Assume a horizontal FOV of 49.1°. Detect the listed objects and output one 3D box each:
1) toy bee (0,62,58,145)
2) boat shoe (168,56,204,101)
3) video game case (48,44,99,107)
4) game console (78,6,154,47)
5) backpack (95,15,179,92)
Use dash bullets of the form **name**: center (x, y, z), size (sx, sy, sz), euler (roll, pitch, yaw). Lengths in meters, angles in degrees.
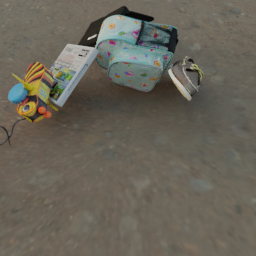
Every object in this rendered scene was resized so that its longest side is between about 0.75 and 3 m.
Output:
- **toy bee**: center (-2.506, -0.665, 7.668), size (1.351, 1.627, 2.485), euler (4, 86, 29)
- **boat shoe**: center (1.803, -1.611, 8.499), size (0.824, 0.995, 2.769), euler (-33, 14, 17)
- **video game case**: center (-1.909, -1.680, 8.493), size (1.889, 0.228, 2.072), euler (-57, 38, -4)
- **game console**: center (-0.549, -3.740, 11.166), size (2.467, 1.436, 2.170), euler (2, 61, 53)
- **backpack**: center (0.124, -2.345, 8.864), size (2.396, 2.106, 1.837), euler (21, 72, -3)
